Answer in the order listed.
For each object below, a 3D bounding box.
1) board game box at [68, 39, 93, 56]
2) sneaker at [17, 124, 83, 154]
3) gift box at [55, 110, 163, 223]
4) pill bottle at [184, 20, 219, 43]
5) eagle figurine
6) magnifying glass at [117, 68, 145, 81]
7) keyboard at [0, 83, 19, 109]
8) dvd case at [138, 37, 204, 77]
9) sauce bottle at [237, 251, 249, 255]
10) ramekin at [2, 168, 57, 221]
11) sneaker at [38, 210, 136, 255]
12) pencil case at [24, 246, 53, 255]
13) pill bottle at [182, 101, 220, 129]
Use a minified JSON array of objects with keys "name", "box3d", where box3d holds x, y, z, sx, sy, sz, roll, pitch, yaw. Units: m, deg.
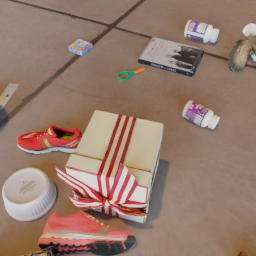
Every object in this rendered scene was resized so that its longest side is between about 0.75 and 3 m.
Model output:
[{"name":"board game box","box3d":[-2.431,-4.137,14.338,0.888,0.248,0.870,24,53,20]},{"name":"sneaker","box3d":[-2.763,0.281,9.957,2.396,1.017,0.922,-2,49,-2]},{"name":"gift box","box3d":[-0.414,1.113,8.172,2.530,2.742,2.560,8,50,14]},{"name":"pill bottle","box3d":[3.865,-5.025,14.684,1.627,0.906,0.906,23,53,19]},{"name":"eagle figurine","box3d":[5.825,-3.660,13.216,1.642,1.651,2.176,31,48,0]},{"name":"magnifying glass","box3d":[0.145,-2.520,13.012,1.414,0.158,0.563,-25,53,-18]},{"name":"keyboard","box3d":[-5.245,-1.392,12.069,0.446,0.084,1.583,12,50,3]},{"name":"dvd case","box3d":[2.131,-3.551,13.769,2.744,0.339,2.063,18,52,16]},{"name":"sauce bottle","box3d":[3.614,4.011,6.913,2.133,0.704,0.704,32,56,26]},{"name":"ramekin","box3d":[-3.078,1.958,8.660,1.628,0.758,1.628,0,48,0]},{"name":"sneaker","box3d":[-1.103,2.808,7.782,2.647,0.976,1.148,1,48,1]},{"name":"pencil case","box3d":[-3.113,3.757,6.772,2.795,1.250,1.087,-12,51,-9]},{"name":"pill bottle","box3d":[2.824,-0.487,10.831,1.300,0.730,0.730,31,56,24]}]
